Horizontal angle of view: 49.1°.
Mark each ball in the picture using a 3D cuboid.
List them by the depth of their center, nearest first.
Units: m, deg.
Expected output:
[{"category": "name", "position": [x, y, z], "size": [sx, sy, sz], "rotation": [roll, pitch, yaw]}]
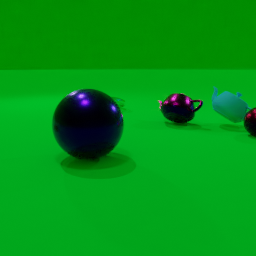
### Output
[{"category": "ball", "position": [-0.697, -0.064, 4.943], "size": [1.252, 1.252, 1.252], "rotation": [0, 13, 0]}, {"category": "ball", "position": [3.076, -0.146, 6.533], "size": [0.712, 0.712, 0.712], "rotation": [0, 13, 0]}]

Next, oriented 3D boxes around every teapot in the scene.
[{"category": "teapot", "position": [2.769, -0.642, 7.580], "size": [0.953, 0.751, 1.533], "rotation": [23, 14, -48]}, {"category": "teapot", "position": [1.392, -0.605, 7.881], "size": [1.566, 0.767, 0.974], "rotation": [1, -24, 45]}]

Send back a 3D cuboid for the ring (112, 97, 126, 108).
[{"category": "ring", "position": [-0.616, -0.955, 10.448], "size": [1.077, 0.215, 1.077], "rotation": [5, -8, 1]}]
